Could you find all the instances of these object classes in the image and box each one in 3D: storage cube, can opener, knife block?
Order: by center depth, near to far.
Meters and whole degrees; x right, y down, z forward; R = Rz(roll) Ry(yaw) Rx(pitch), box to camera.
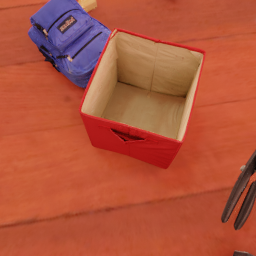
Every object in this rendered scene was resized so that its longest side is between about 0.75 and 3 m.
[{"bbox_3d":[1.884,0.877,4.365,0.474,0.588,1.495,29,71,36],"label":"can opener"},{"bbox_3d":[0.330,-0.547,6.689,2.159,2.270,2.525,16,70,6],"label":"storage cube"},{"bbox_3d":[-1.452,-3.872,9.115,0.783,0.251,0.688,7,69,2],"label":"knife block"}]

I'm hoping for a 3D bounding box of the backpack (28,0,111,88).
[{"bbox_3d":[-1.429,-2.256,7.590,1.828,1.888,2.249,-44,76,1],"label":"backpack"}]

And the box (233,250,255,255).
[{"bbox_3d":[2.841,3.609,5.753,1.512,0.903,1.537,22,71,9],"label":"box"}]
